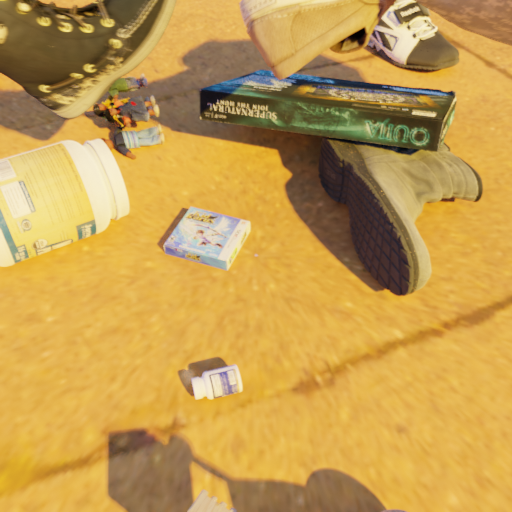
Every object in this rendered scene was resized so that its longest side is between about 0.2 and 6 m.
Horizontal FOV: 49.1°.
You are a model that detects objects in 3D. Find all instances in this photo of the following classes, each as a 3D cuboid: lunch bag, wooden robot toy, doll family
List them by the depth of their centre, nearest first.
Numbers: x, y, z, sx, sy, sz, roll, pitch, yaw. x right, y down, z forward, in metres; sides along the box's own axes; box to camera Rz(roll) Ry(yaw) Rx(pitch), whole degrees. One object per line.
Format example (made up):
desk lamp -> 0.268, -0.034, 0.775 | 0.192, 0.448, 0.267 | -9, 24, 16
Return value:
wooden robot toy -> 0.987, 2.876, 4.772 | 3.461, 1.525, 1.570 | 12, 11, 12
lunch bag -> 3.184, -3.726, 7.150 | 2.346, 1.682, 2.861 | 35, 28, 33
doll family -> -2.452, -2.600, 10.340 | 1.152, 0.782, 1.993 | -12, 49, -19

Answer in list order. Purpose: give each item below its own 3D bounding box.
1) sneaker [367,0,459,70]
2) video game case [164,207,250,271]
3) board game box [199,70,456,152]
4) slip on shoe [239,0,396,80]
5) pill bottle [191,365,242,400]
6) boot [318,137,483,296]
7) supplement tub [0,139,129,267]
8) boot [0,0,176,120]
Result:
sneaker -> 3.245, -5.284, 12.580 | 1.212, 1.448, 3.272 | -27, 52, -26
video game case -> -0.715, -0.278, 8.350 | 1.011, 0.230, 0.917 | 15, 46, 14
board game box -> 1.360, -2.630, 9.776 | 3.936, 0.554, 2.662 | 13, 28, 19
slip on shoe -> 1.230, -3.369, 7.799 | 1.334, 1.063, 3.510 | -8, 19, 45
pill bottle -> -0.460, 1.481, 6.505 | 0.545, 0.326, 0.326 | -11, 46, -11
boot -> 2.439, -0.923, 8.357 | 2.241, 1.162, 3.431 | -6, 42, -10
supplement tub -> -2.986, -0.819, 8.041 | 1.969, 1.424, 1.424 | -23, 49, -22
boot -> -2.445, -3.043, 7.147 | 2.609, 1.971, 0.942 | -38, 60, 21
